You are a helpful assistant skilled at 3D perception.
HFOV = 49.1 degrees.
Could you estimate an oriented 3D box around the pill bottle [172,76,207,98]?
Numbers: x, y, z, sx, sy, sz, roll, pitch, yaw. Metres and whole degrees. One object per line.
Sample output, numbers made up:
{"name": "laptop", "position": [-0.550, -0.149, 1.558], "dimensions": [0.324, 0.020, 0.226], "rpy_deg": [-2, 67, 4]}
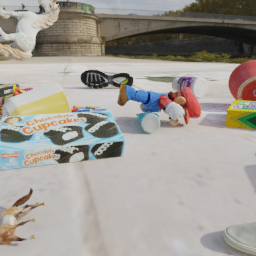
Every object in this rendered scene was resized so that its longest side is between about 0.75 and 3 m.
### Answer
{"name": "pill bottle", "position": [2.754, -1.907, 12.814], "dimensions": [0.908, 0.908, 1.617], "rpy_deg": [-9, 17, -29]}

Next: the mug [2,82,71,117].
{"name": "mug", "position": [-2.165, -0.334, 6.680], "dimensions": [1.328, 1.295, 1.617], "rpy_deg": [-20, 18, -34]}

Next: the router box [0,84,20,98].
{"name": "router box", "position": [-5.283, -1.008, 9.739], "dimensions": [1.968, 0.816, 2.626], "rpy_deg": [2, 16, 8]}

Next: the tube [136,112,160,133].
{"name": "tube", "position": [0.598, -0.252, 7.917], "dimensions": [0.719, 0.468, 1.857], "rpy_deg": [8, 9, 0]}

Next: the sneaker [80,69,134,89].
{"name": "sneaker", "position": [-1.194, -2.655, 15.628], "dimensions": [2.902, 1.072, 1.175], "rpy_deg": [6, 8, -7]}

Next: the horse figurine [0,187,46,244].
{"name": "horse figurine", "position": [-1.319, 1.083, 3.278], "dimensions": [0.598, 0.225, 0.902], "rpy_deg": [-17, 24, 1]}

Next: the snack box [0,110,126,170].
{"name": "snack box", "position": [-1.360, 0.164, 5.729], "dimensions": [2.340, 0.434, 1.359], "rpy_deg": [-5, 30, -17]}

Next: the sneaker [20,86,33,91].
{"name": "sneaker", "position": [-4.806, -1.434, 11.726], "dimensions": [1.665, 0.677, 0.735], "rpy_deg": [-3, 12, -42]}

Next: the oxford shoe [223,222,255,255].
{"name": "oxford shoe", "position": [1.703, 1.106, 3.024], "dimensions": [1.321, 0.381, 0.497], "rpy_deg": [-1, 19, 4]}

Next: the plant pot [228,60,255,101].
{"name": "plant pot", "position": [4.519, -1.432, 9.975], "dimensions": [1.758, 1.758, 1.555], "rpy_deg": [5, 25, 17]}

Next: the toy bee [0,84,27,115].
{"name": "toy bee", "position": [-3.389, -0.921, 8.647], "dimensions": [1.784, 0.970, 1.168], "rpy_deg": [-28, 61, 0]}

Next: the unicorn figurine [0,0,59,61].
{"name": "unicorn figurine", "position": [-2.656, -2.654, 7.196], "dimensions": [1.527, 2.223, 0.821], "rpy_deg": [12, -9, -15]}

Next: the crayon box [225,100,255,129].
{"name": "crayon box", "position": [3.755, -0.403, 8.163], "dimensions": [1.508, 0.509, 1.748], "rpy_deg": [6, 17, 26]}

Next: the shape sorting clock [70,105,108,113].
{"name": "shape sorting clock", "position": [-1.636, -0.501, 8.710], "dimensions": [2.071, 0.406, 2.071], "rpy_deg": [0, 16, 0]}

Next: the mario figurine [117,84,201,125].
{"name": "mario figurine", "position": [0.863, -0.528, 7.862], "dimensions": [2.345, 1.243, 1.448], "rpy_deg": [11, 42, 4]}
